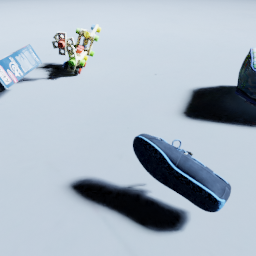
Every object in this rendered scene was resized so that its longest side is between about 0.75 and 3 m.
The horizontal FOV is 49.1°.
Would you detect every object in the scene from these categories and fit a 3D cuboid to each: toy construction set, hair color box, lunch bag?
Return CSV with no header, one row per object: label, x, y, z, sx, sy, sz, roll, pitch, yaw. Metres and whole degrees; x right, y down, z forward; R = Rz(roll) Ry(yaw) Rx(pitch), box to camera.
toy construction set,-1.856,-2.997,10.498,1.149,1.635,2.493,31,31,6
hair color box,-3.539,-1.598,8.034,1.199,0.725,2.397,-23,24,18
lunch bag,4.351,-1.339,8.146,2.134,1.094,2.655,22,35,9

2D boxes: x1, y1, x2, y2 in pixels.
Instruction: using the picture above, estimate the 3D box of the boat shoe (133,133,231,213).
boat shoe,0.882,0.708,4.862,1.856,0.781,0.637,41,47,23
